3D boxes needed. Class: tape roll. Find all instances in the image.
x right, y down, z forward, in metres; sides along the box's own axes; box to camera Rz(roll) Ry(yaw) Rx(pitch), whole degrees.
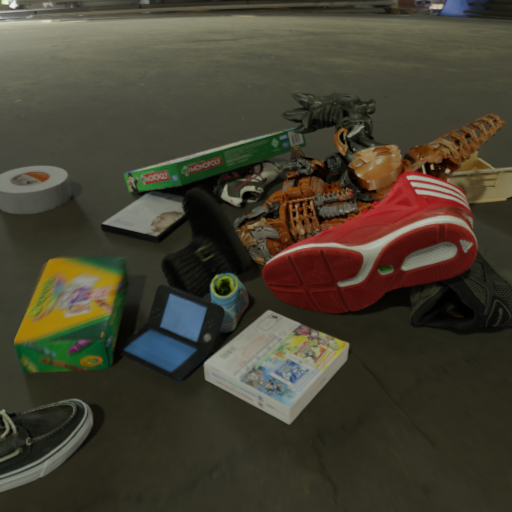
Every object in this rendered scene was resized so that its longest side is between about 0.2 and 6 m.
[{"bbox_3d":[-5.389,-1.612,13.503,1.715,0.567,1.715,1,30,0],"label":"tape roll"}]

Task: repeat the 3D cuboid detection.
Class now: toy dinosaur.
[{"bbox_3d":[2.145,-1.441,11.317,5.402,2.759,3.667,-5,35,-8],"label":"toy dinosaur"}]

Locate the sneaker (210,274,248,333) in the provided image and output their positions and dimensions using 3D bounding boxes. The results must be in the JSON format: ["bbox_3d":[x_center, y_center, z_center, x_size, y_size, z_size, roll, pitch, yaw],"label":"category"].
[{"bbox_3d":[-0.423,0.559,9.404,0.552,0.906,1.387,4,28,5],"label":"sneaker"}]

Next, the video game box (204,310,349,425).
[{"bbox_3d":[0.324,1.551,8.223,1.492,0.383,1.638,18,35,33],"label":"video game box"}]

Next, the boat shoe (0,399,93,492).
[{"bbox_3d":[-3.051,2.241,6.565,2.347,0.832,0.846,-24,37,-35],"label":"boat shoe"}]

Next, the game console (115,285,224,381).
[{"bbox_3d":[-1.321,1.128,8.576,1.324,1.130,0.783,18,3,27],"label":"game console"}]

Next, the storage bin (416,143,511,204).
[{"bbox_3d":[5.222,-2.097,14.031,1.870,0.883,1.884,-6,30,-9],"label":"storage bin"}]

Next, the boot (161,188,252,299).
[{"bbox_3d":[-1.122,-0.211,9.906,1.456,0.733,1.948,-27,73,-29],"label":"boot"}]

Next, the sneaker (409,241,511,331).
[{"bbox_3d":[3.052,0.246,9.691,1.736,1.159,3.031,-8,35,-22],"label":"sneaker"}]

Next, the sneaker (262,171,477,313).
[{"bbox_3d":[1.927,-0.264,9.558,3.545,1.389,2.048,-10,31,28],"label":"sneaker"}]

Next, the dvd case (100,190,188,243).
[{"bbox_3d":[-2.290,-0.940,12.726,1.487,0.183,2.085,12,32,21],"label":"dvd case"}]

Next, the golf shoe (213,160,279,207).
[{"bbox_3d":[-0.093,-1.704,13.707,2.020,0.780,0.890,-26,61,-37],"label":"golf shoe"}]

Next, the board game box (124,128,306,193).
[{"bbox_3d":[-1.006,-2.390,13.976,3.839,0.559,2.584,-24,16,-35],"label":"board game box"}]

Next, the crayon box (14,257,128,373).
[{"bbox_3d":[-2.874,0.873,9.011,1.305,0.640,2.197,-2,34,-4],"label":"crayon box"}]
